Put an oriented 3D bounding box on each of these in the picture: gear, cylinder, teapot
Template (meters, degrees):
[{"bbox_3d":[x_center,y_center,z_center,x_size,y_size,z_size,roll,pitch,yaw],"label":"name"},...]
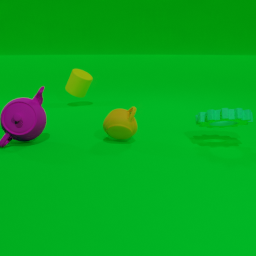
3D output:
[{"bbox_3d":[2.175,-0.207,6.393,1.210,0.224,1.210,0,-9,0],"label":"gear"},{"bbox_3d":[-1.870,-1.707,10.678,0.807,0.807,0.807,24,26,-12],"label":"cylinder"},{"bbox_3d":[-0.198,-0.109,6.691,0.809,0.637,1.302,24,-39,-24],"label":"teapot"},{"bbox_3d":[-2.419,-0.254,6.487,1.047,1.683,0.824,36,-6,-4],"label":"teapot"}]
